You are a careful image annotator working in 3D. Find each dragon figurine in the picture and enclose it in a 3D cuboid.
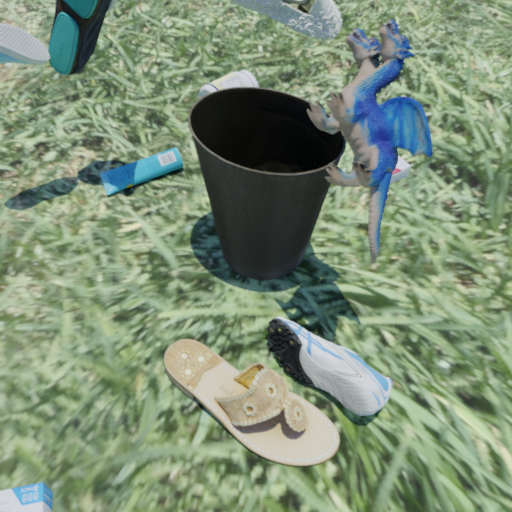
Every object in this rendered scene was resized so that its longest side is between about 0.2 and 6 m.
[{"bbox_3d":[1.501,-1.383,6.605,1.373,0.813,2.762,-22,94,-22],"label":"dragon figurine"}]

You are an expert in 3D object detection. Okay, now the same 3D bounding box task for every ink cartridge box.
[{"bbox_3d":[2.699,-1.853,11.476,0.547,0.318,0.742,-26,57,-19],"label":"ink cartridge box"},{"bbox_3d":[-2.955,3.578,6.914,0.745,0.439,1.294,-10,51,-8],"label":"ink cartridge box"}]

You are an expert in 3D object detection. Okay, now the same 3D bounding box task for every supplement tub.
[{"bbox_3d":[-0.596,-3.615,12.588,1.164,0.844,0.844,-34,58,-25],"label":"supplement tub"}]

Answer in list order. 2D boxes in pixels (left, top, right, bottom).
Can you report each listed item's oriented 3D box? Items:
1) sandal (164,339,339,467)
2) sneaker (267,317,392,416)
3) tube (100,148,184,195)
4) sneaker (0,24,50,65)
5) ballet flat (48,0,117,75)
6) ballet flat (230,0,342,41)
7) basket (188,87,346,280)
[{"bbox_3d":[-0.155,1.924,7.940,2.904,0.955,1.065,27,55,20],"label":"sandal"},{"bbox_3d":[1.054,1.593,8.443,2.123,0.763,0.769,33,35,27],"label":"sneaker"},{"bbox_3d":[-2.312,-1.729,11.355,1.650,0.416,0.639,-21,49,-11],"label":"tube"},{"bbox_3d":[-4.080,-3.252,8.788,1.564,0.641,0.578,2,67,-47],"label":"sneaker"},{"bbox_3d":[-2.677,-3.914,8.768,0.927,2.538,0.927,13,59,-23],"label":"ballet flat"},{"bbox_3d":[0.571,-4.072,8.818,2.435,0.874,0.874,4,45,-33],"label":"ballet flat"},{"bbox_3d":[0.147,-1.009,9.207,2.466,2.735,1.860,26,55,21],"label":"basket"}]
